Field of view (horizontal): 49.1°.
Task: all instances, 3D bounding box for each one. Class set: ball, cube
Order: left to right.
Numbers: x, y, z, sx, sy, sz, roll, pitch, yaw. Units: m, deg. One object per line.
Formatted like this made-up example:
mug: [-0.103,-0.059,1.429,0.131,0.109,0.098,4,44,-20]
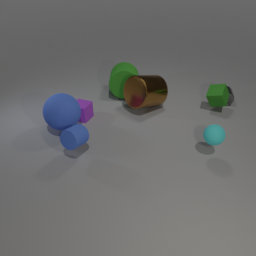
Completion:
ball: [-2.477,-0.604,10.520,1.400,1.400,1.400,0,32,0]
cube: [-1.919,-0.722,11.683,0.700,0.700,0.700,13,36,20]
ball: [2.849,0.227,9.248,0.700,0.700,0.700,0,32,0]
cube: [3.854,-1.400,11.997,0.700,0.700,0.700,2,53,38]

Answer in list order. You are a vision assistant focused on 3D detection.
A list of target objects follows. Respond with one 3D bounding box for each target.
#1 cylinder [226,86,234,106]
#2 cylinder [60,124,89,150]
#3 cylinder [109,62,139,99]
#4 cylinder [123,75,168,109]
cylinder: [4.478,-1.481,12.875,0.700,0.700,0.700,6,33,9]
cylinder: [-1.761,0.294,9.257,0.700,0.700,0.700,15,23,23]
cylinder: [-0.175,-2.290,13.383,1.400,1.400,1.400,0,28,0]
cylinder: [0.762,-1.580,12.109,1.400,1.400,1.400,-11,31,-42]
